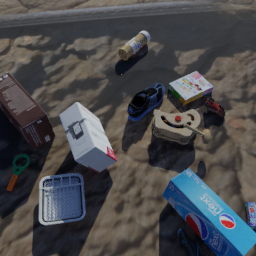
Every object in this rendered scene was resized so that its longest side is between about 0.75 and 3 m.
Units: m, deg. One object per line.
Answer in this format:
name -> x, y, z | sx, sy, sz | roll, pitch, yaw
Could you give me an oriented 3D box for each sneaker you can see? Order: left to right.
sneaker -> 0.818, -1.277, 11.773 | 0.807, 0.897, 2.302 | 30, 59, 21
sneaker -> 1.902, 3.577, 8.563 | 0.441, 0.394, 1.078 | -14, 63, -23
sneaker -> 3.637, -0.808, 11.777 | 1.019, 0.498, 0.360 | 42, 48, 0

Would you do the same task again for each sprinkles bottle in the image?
sprinkles bottle -> 0.321, -4.149, 14.059 | 0.649, 0.649, 1.902 | 33, 61, 22

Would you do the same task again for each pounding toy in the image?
pounding toy -> 2.092, -0.281, 10.765 | 2.329, 1.336, 1.332 | 16, 59, 10

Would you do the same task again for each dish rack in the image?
dish rack -> -2.182, 2.383, 9.331 | 1.478, 0.375, 1.722 | -5, 51, -9

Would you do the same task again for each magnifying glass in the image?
magnifying glass -> -4.017, 1.584, 10.148 | 0.577, 0.162, 1.450 | 7, 52, 5

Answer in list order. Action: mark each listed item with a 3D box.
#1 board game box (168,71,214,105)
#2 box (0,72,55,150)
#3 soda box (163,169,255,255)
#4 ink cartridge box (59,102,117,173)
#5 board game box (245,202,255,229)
board game box -> 2.802, -1.813, 12.526 | 1.593, 0.321, 1.219 | -25, 58, -18
box -> -4.203, -0.698, 10.998 | 1.111, 1.485, 2.965 | -37, 61, -23
soda box -> 2.457, 2.689, 8.678 | 0.979, 0.926, 2.885 | -22, 54, -36
ink cartridge box -> -1.440, 0.340, 10.084 | 0.891, 1.552, 2.137 | -34, 56, 10
board game box -> 4.535, 2.901, 9.116 | 1.236, 0.213, 0.837 | 6, 54, 4
